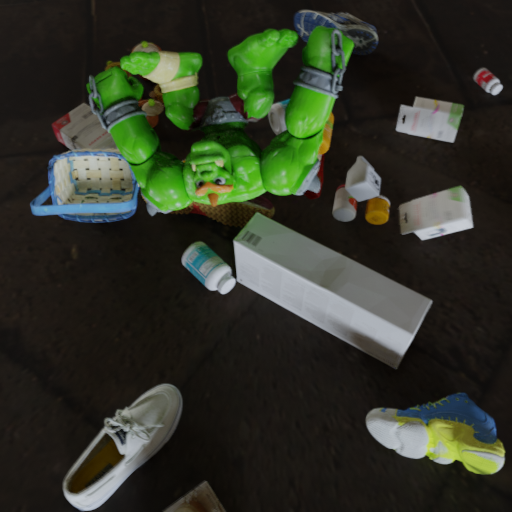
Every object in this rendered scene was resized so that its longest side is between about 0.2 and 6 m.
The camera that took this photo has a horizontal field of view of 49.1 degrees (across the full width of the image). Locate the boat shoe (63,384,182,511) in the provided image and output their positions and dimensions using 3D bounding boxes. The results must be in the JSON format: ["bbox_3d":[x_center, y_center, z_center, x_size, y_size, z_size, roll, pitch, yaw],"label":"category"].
[{"bbox_3d":[-2.086,2.830,8.747,0.859,0.991,2.326,36,63,22],"label":"boat shoe"}]

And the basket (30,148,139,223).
[{"bbox_3d":[-3.213,-1.339,11.150,1.901,1.500,2.156,0,24,1],"label":"basket"}]

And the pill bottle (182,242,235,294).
[{"bbox_3d":[-0.892,0.256,10.757,0.595,0.595,1.074,-37,64,-23],"label":"pill bottle"}]

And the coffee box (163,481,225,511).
[{"bbox_3d":[-1.039,4.000,8.266,1.170,0.467,0.669,-31,61,-19],"label":"coffee box"}]

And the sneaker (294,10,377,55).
[{"bbox_3d":[2.159,-6.082,15.057,2.316,0.892,0.987,20,48,5],"label":"sneaker"}]

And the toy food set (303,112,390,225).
[{"bbox_3d":[1.662,-1.806,11.208,1.332,2.790,1.255,-16,49,41],"label":"toy food set"}]

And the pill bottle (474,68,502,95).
[{"bbox_3d":[5.823,-4.357,14.043,0.384,0.384,0.685,-22,58,-14],"label":"pill bottle"}]

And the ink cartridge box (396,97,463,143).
[{"bbox_3d":[3.992,-3.175,12.953,1.348,0.789,0.454,15,52,14],"label":"ink cartridge box"}]

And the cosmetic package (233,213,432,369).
[{"bbox_3d":[1.251,0.593,10.038,3.436,1.418,0.870,28,60,17],"label":"cosmetic package"}]

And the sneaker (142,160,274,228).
[{"bbox_3d":[-0.916,-1.463,11.630,2.791,1.046,1.258,12,63,5],"label":"sneaker"}]

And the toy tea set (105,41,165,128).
[{"bbox_3d":[-2.735,-4.292,13.641,1.547,0.963,2.601,-25,59,-16],"label":"toy tea set"}]

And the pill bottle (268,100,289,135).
[{"bbox_3d":[1.034,-3.348,13.119,1.376,0.763,0.763,-23,59,-15],"label":"pill bottle"}]

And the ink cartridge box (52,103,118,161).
[{"bbox_3d":[-3.819,-2.777,12.850,1.343,0.556,0.985,35,63,22],"label":"ink cartridge box"}]

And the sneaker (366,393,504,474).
[{"bbox_3d":[2.878,2.700,9.071,2.158,0.817,1.133,19,44,6],"label":"sneaker"}]

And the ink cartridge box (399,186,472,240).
[{"bbox_3d":[3.602,-0.812,11.301,1.310,0.441,0.767,-15,58,34],"label":"ink cartridge box"}]

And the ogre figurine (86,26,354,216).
[{"bbox_3d":[-0.568,-2.227,9.728,4.549,2.232,2.727,-10,99,-5],"label":"ogre figurine"}]
